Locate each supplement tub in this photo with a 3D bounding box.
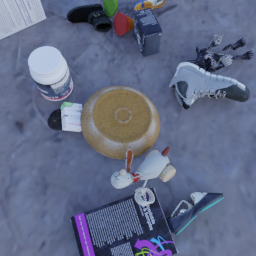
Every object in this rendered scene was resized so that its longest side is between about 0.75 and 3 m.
[{"bbox_3d":[-2.587,-1.795,9.494,1.206,1.719,1.206,0,67,0],"label":"supplement tub"}]

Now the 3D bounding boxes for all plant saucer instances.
[{"bbox_3d":[-0.203,-0.339,9.337,2.742,0.485,2.742,3,67,-8],"label":"plant saucer"}]

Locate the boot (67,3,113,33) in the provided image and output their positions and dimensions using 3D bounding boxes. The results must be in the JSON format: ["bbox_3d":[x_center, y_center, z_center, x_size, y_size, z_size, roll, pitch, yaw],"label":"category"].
[{"bbox_3d":[-1.530,-4.293,11.181,1.625,0.612,1.215,-20,68,-9],"label":"boot"}]

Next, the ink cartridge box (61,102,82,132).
[{"bbox_3d":[-1.879,-0.366,9.464,0.659,0.381,0.906,7,62,-32],"label":"ink cartridge box"}]

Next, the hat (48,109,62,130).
[{"bbox_3d":[-2.393,-0.352,9.632,0.840,0.339,0.840,0,67,-1],"label":"hat"}]

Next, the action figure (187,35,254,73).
[{"bbox_3d":[3.348,-2.720,10.244,2.240,1.143,1.332,-16,78,-9],"label":"action figure"}]

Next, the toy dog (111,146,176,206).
[{"bbox_3d":[0.570,1.086,8.053,1.397,1.020,2.118,29,33,19],"label":"toy dog"}]

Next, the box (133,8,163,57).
[{"bbox_3d":[0.722,-3.579,10.554,0.713,1.194,1.215,-19,68,-8],"label":"box"}]

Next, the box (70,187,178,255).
[{"bbox_3d":[-0.135,3.026,7.941,2.624,0.474,1.876,-20,68,1],"label":"box"}]

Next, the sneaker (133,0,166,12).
[{"bbox_3d":[0.802,-5.226,11.670,1.591,0.599,0.701,-28,61,-21],"label":"sneaker"}]

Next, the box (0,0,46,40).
[{"bbox_3d":[-4.588,-4.850,10.632,2.254,2.073,1.183,-30,69,-13],"label":"box"}]

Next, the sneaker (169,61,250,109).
[{"bbox_3d":[2.652,-1.134,9.712,2.707,1.016,1.563,27,74,22],"label":"sneaker"}]

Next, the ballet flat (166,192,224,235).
[{"bbox_3d":[1.936,2.332,8.293,1.947,0.711,0.711,-33,71,-11],"label":"ballet flat"}]

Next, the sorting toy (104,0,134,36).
[{"bbox_3d":[-0.346,-4.919,11.491,0.902,0.909,2.620,-13,67,-31],"label":"sorting toy"}]
